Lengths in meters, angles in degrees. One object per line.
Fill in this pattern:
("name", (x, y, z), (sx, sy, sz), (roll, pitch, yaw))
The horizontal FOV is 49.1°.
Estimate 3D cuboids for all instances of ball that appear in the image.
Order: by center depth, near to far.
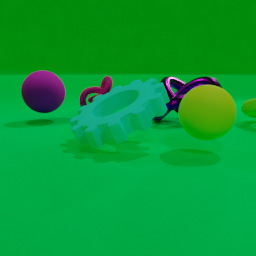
("ball", (1.382, -0.267, 4.923), (0.975, 0.975, 0.975), (0, 12, 0))
("ball", (-2.405, -1.023, 7.989), (1.206, 1.206, 1.206), (0, 12, 0))

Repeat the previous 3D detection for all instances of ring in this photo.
("ring", (4.024, -0.489, 7.479), (1.860, 0.372, 1.860), (6, -4, 0))

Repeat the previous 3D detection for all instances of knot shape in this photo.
("knot shape", (1.713, -0.819, 7.890), (1.910, 0.943, 2.041), (5, 39, 31))
("knot shape", (-0.942, -1.031, 9.280), (0.641, 1.388, 1.299), (46, -1, 12))

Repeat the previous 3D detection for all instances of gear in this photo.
("gear", (-0.185, -0.349, 5.565), (1.968, 0.364, 1.968), (-20, 25, 10))
